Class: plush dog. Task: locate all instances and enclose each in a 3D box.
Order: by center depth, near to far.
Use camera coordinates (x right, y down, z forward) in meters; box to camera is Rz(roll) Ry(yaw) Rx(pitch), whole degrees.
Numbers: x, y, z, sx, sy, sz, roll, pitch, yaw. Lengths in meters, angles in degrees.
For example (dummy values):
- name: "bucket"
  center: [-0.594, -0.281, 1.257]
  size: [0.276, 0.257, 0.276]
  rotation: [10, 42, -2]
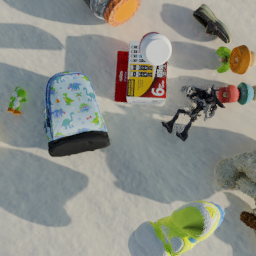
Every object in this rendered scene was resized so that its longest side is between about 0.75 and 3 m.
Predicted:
- name: "plush dog"
  center: [4.316, 1.734, 8.094]
  size: [2.873, 2.305, 2.468]
  rotation: [-16, 80, -4]

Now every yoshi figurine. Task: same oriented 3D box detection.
- name: "yoshi figurine"
  center: [-3.758, -0.963, 9.577]
  size: [0.536, 0.538, 0.957]
  rotation: [11, 76, -14]

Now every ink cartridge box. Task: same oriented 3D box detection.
- name: "ink cartridge box"
  center: [0.424, -1.866, 9.558]
  size: [1.755, 0.838, 1.999]
  rotation: [2, 79, 1]

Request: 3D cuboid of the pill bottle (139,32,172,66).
- name: "pill bottle"
  center: [0.777, -2.284, 8.071]
  size: [0.866, 1.533, 0.866]
  rotation: [0, 113, -1]

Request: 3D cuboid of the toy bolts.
- name: "toy bolts"
  center: [3.905, -1.749, 9.181]
  size: [1.393, 1.918, 2.008]
  rotation: [-3, 97, -7]

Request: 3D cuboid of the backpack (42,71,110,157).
- name: "backpack"
  center: [-1.747, -0.564, 8.929]
  size: [2.024, 1.908, 2.481]
  rotation: [-8, 65, -9]

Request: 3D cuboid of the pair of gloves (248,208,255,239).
- name: "pair of gloves"
  center: [5.327, 3.241, 8.711]
  size: [2.826, 0.495, 2.403]
  rotation: [-23, 82, -3]

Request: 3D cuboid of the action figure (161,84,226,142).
- name: "action figure"
  center: [2.250, -0.685, 9.156]
  size: [1.385, 1.189, 2.330]
  rotation: [40, 83, 21]

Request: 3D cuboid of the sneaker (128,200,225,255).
- name: "sneaker"
  center: [1.373, 2.827, 7.526]
  size: [2.988, 1.570, 1.132]
  rotation: [-39, 60, 36]

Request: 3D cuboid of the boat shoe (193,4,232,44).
- name: "boat shoe"
  center: [3.013, -3.639, 10.078]
  size: [0.569, 0.643, 1.755]
  rotation: [-36, 75, 2]

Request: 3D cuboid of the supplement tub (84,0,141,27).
- name: "supplement tub"
  center: [-0.923, -5.088, 9.740]
  size: [1.775, 1.775, 2.898]
  rotation: [-34, 80, -6]
